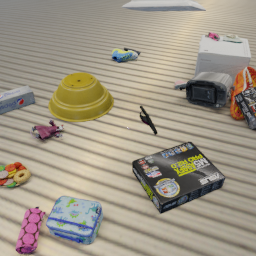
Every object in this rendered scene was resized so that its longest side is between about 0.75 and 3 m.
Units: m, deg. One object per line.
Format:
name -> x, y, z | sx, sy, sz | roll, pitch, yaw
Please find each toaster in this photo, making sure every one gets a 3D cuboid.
toaster -> 3.351, -1.652, 11.727 | 2.047, 1.163, 1.322 | 12, 35, 33

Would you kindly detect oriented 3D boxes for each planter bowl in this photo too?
planter bowl -> -1.978, -1.522, 11.598 | 2.769, 1.153, 2.769 | 0, 39, 0

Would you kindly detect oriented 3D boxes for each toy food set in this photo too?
toy food set -> -3.560, 1.433, 8.618 | 1.010, 0.248, 1.020 | -20, 43, -23

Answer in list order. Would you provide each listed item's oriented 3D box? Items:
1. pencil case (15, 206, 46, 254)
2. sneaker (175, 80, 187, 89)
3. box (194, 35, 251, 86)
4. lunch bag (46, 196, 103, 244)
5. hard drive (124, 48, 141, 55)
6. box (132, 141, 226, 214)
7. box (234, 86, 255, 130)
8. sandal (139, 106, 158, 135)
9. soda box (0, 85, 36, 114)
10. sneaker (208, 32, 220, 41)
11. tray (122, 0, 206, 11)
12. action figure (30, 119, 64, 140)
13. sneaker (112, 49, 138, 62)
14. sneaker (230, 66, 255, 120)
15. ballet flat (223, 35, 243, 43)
pencil case -> -2.433, 2.568, 7.038 | 0.525, 0.509, 1.121 | 11, 39, -12
sneaker -> 2.558, -2.054, 12.906 | 0.864, 0.325, 0.451 | -4, 44, 1
box -> 4.494, -3.304, 13.521 | 2.292, 1.498, 2.280 | 10, 40, 12
lunch bag -> -1.358, 2.361, 7.244 | 1.322, 0.545, 1.063 | 10, 43, 14
hard drive -> 0.231, -4.265, 15.556 | 0.602, 0.189, 0.893 | 34, 26, 35
box -> 1.480, 1.387, 8.475 | 2.213, 0.490, 1.773 | -16, 41, -19
box -> 5.178, -0.919, 10.786 | 1.840, 0.458, 1.451 | -20, 80, -23
sandal -> 0.532, -0.230, 8.191 | 0.251, 0.394, 1.049 | -26, 62, -1
soda box -> -4.859, -1.127, 11.533 | 1.884, 0.598, 0.643 | -24, 44, -27
sneaker -> 4.239, -4.441, 13.541 | 0.381, 0.315, 0.798 | -5, 39, -24
tray -> 1.228, -4.242, 9.679 | 2.639, 0.293, 1.417 | 14, 23, 31
action figure -> -2.822, 0.139, 10.143 | 1.142, 0.850, 0.765 | -14, 79, -39
sneaker -> -0.214, -3.779, 15.030 | 1.452, 0.550, 0.763 | 12, 60, 13
sneaker -> 4.759, -1.333, 11.669 | 1.013, 1.071, 2.777 | 32, 57, -4
ballet flat -> 4.985, -4.250, 13.261 | 0.922, 0.320, 0.320 | 11, 40, 13
